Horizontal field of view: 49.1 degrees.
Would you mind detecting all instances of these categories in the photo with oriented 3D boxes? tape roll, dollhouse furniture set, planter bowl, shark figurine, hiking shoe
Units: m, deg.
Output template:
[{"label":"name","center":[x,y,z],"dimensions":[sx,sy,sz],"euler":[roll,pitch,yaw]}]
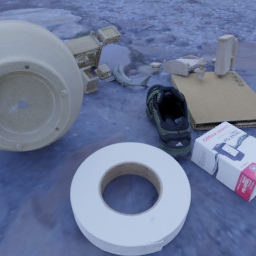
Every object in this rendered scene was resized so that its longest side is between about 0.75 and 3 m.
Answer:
[{"label":"tape roll","center":[0.051,1.228,5.327],"dimensions":[2.273,0.415,2.273],"euler":[1,45,-1]},{"label":"dollhouse furniture set","center":[-0.988,-2.147,9.546],"dimensions":[2.208,1.227,1.952],"euler":[-26,70,-29]},{"label":"dollhouse furniture set","center":[2.267,-2.583,9.502],"dimensions":[2.363,1.154,2.015],"euler":[16,30,32]},{"label":"planter bowl","center":[-2.137,-0.655,5.660],"dimensions":[2.790,2.790,1.878],"euler":[-14,27,-17]},{"label":"shark figurine","center":[-0.088,-1.726,9.037],"dimensions":[0.993,0.694,1.663],"euler":[-28,44,-29]},{"label":"hiking shoe","center":[1.055,-0.545,6.945],"dimensions":[1.038,1.380,2.741],"euler":[-5,39,-6]}]

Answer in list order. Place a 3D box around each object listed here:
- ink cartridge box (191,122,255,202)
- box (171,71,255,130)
[{"label":"ink cartridge box","center":[2.319,0.645,6.039],"dimensions":[1.111,0.647,1.535],"euler":[-26,45,-29]},{"label":"box","center":[2.648,-0.921,8.301],"dimensions":[2.234,0.291,2.733],"euler":[-4,39,-5]}]
